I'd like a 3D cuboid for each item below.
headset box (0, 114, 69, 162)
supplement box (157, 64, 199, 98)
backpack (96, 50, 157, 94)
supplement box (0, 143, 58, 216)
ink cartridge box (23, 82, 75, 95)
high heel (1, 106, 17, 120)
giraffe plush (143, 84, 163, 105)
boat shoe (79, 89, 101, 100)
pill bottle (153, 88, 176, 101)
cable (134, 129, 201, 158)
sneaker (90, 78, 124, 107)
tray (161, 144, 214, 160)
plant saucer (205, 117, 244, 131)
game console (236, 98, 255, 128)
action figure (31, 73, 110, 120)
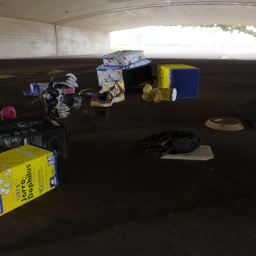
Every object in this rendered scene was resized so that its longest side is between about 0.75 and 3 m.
[{"bbox_3d":[-2.379,0.295,6.196,1.686,0.782,1.468,-11,20,-31],"label":"headset box"},{"bbox_3d":[2.367,-2.369,13.830,1.375,1.366,2.510,-3,17,-8],"label":"supplement box"},{"bbox_3d":[-0.338,-3.049,15.060,2.739,2.215,2.876,1,17,40],"label":"backpack"},{"bbox_3d":[-1.882,0.811,4.655,0.700,0.695,1.278,11,20,33],"label":"supplement box"},{"bbox_3d":[-4.063,-2.032,14.340,2.425,0.509,1.447,-9,19,-21],"label":"ink cartridge box"},{"bbox_3d":[-3.285,-0.257,8.189,0.832,0.584,1.735,-12,23,-5],"label":"high heel"},{"bbox_3d":[1.032,-1.303,11.283,0.702,0.865,0.746,8,30,22],"label":"giraffe plush"},{"bbox_3d":[-1.480,-1.493,12.514,1.389,0.496,0.456,-3,12,-24],"label":"boat shoe"},{"bbox_3d":[1.613,-1.519,12.489,0.974,0.557,0.557,8,19,23],"label":"pill bottle"},{"bbox_3d":[0.950,0.353,6.654,1.637,0.416,1.336,-16,12,-42],"label":"cable"},{"bbox_3d":[-0.860,-1.541,11.706,0.873,1.049,2.328,7,18,21],"label":"sneaker"},{"bbox_3d":[1.240,0.563,6.416,1.309,0.145,0.703,2,16,7],"label":"tray"},{"bbox_3d":[3.006,-0.152,8.718,1.144,0.169,1.144,-1,17,0],"label":"plant saucer"},{"bbox_3d":[5.371,-0.391,9.310,2.506,1.658,2.849,31,20,-1],"label":"game console"},{"bbox_3d":[-1.898,-0.962,9.112,2.579,1.533,1.316,6,-10,-6],"label":"action figure"}]
